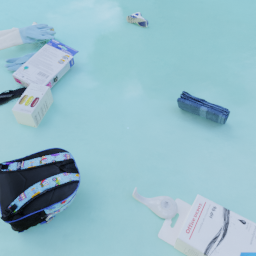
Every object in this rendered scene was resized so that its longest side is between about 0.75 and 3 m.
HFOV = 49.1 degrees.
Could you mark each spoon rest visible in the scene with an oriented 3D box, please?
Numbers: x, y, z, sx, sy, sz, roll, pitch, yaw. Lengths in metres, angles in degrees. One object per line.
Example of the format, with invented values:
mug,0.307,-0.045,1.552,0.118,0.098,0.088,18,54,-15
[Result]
spoon rest,0.854,2.362,8.911,1.496,0.453,0.743,23,56,8

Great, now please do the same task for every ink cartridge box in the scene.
ink cartridge box,-3.626,-2.805,12.668,1.633,0.574,2.737,27,64,15
ink cartridge box,2.363,3.032,8.024,2.653,0.900,1.539,24,55,18

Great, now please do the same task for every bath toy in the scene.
bath toy,-4.865,-4.740,14.231,2.188,0.952,0.809,-3,57,-8

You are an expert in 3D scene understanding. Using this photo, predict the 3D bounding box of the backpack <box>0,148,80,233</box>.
backpack,-2.622,1.787,8.580,2.357,1.586,2.152,-20,54,-15

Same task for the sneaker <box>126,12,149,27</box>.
sneaker,0.637,-6.160,15.691,1.301,0.526,0.752,26,58,21

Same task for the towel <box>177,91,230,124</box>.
towel,2.945,-0.777,10.981,2.005,1.120,0.487,23,81,18

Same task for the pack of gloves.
pack of gloves,-4.698,-3.785,13.635,2.861,0.565,2.404,-17,79,-15

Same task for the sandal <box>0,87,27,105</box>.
sandal,-5.093,-1.440,11.995,1.586,0.339,0.603,-25,55,-19

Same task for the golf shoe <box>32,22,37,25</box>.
golf shoe,-4.972,-5.568,15.414,0.763,0.288,0.349,24,70,21

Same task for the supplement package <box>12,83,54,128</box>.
supplement package,-3.778,-0.918,11.241,0.882,0.850,1.551,12,53,10
